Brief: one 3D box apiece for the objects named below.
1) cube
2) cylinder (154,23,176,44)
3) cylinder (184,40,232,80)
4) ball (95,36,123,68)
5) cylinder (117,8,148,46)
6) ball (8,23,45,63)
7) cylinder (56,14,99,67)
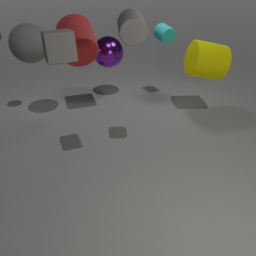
[{"bbox_3d":[-1.640,-1.947,6.667,0.700,0.700,0.700,-12,27,-17],"label":"cube"},{"bbox_3d":[1.576,-4.070,12.081,0.700,0.700,0.700,-14,42,-23],"label":"cylinder"},{"bbox_3d":[3.177,-2.724,11.295,1.400,1.400,1.400,7,27,-13],"label":"cylinder"},{"bbox_3d":[-0.907,-3.461,12.795,1.400,1.400,1.400,0,29,0],"label":"ball"},{"bbox_3d":[0.104,-2.505,6.967,0.700,0.700,0.700,-3,42,-5],"label":"cylinder"},{"bbox_3d":[-3.570,-3.060,10.121,1.400,1.400,1.400,0,29,0],"label":"ball"},{"bbox_3d":[-1.933,-3.317,10.645,1.400,1.400,1.400,-9,59,-16],"label":"cylinder"}]
